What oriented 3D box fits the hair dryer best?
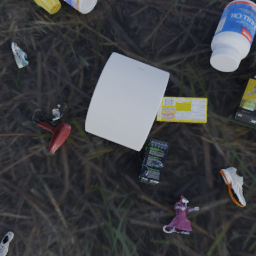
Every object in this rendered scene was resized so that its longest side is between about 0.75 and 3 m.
[{"bbox_3d":[-2.694,0.049,10.069,1.362,0.486,1.789,-16,67,13],"label":"hair dryer"}]

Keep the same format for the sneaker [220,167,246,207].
[{"bbox_3d":[3.656,1.925,9.347,0.618,0.508,1.343,-20,74,-11],"label":"sneaker"}]

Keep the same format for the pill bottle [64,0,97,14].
[{"bbox_3d":[-2.288,-5.691,11.522,1.944,1.089,1.089,39,76,12],"label":"pill bottle"}]

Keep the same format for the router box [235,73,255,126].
[{"bbox_3d":[5.225,-0.827,9.949,2.254,0.589,1.772,20,72,20],"label":"router box"}]

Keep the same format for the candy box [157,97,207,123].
[{"bbox_3d":[1.943,-0.663,10.118,1.750,0.231,0.895,3,78,10],"label":"candy box"}]

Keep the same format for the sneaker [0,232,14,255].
[{"bbox_3d":[-3.928,3.688,8.835,0.301,0.331,0.807,15,72,5],"label":"sneaker"}]

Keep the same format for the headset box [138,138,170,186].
[{"bbox_3d":[0.842,1.103,9.210,0.641,1.204,1.383,15,74,2],"label":"headset box"}]

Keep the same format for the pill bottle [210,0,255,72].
[{"bbox_3d":[4.009,-3.445,10.628,1.405,1.405,2.503,21,73,7],"label":"pill bottle"}]

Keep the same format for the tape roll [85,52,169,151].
[{"bbox_3d":[-0.011,-0.813,8.983,1.859,2.707,2.707,22,73,0],"label":"tape roll"}]

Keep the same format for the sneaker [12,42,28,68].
[{"bbox_3d":[-4.238,-2.878,11.011,0.478,0.429,1.107,-18,79,-18],"label":"sneaker"}]

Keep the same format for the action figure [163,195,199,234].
[{"bbox_3d":[1.726,2.800,9.098,0.811,0.901,1.210,29,51,-29],"label":"action figure"}]

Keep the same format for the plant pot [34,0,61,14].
[{"bbox_3d":[-3.257,-5.237,11.526,0.911,0.911,0.857,-40,90,-12],"label":"plant pot"}]
